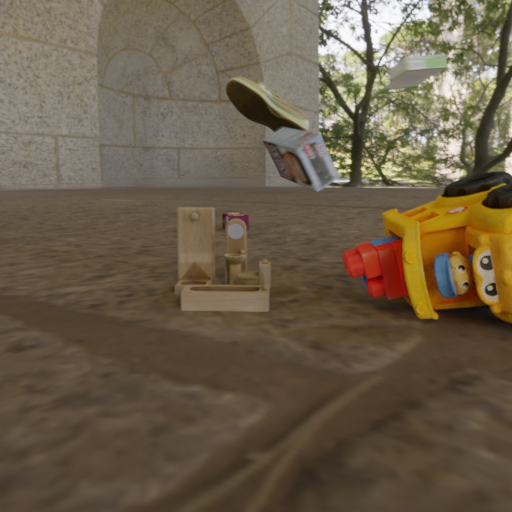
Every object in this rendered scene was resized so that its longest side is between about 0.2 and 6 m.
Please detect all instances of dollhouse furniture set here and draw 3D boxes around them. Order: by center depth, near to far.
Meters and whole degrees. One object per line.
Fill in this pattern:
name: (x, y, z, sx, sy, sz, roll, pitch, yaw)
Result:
dollhouse furniture set: (-0.489, -0.008, 7.450, 1.365, 1.169, 1.435, 0, 9, 2)

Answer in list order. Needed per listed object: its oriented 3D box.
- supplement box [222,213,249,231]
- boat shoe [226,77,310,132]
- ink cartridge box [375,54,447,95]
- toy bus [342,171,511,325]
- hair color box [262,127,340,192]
supplement box: (-0.589, -0.955, 15.700, 0.572, 0.444, 1.037, -2, 9, -14)
boat shoe: (0.329, -3.870, 14.412, 2.423, 0.762, 0.884, 28, -35, -16)
ink cartridge box: (3.217, -3.825, 11.859, 0.973, 0.320, 1.336, -11, 0, -19)
toy bus: (2.221, 0.045, 6.563, 2.265, 1.601, 2.359, -13, 12, 2)
hair color box: (0.789, -1.810, 10.319, 0.529, 0.864, 1.745, -34, 24, -8)
